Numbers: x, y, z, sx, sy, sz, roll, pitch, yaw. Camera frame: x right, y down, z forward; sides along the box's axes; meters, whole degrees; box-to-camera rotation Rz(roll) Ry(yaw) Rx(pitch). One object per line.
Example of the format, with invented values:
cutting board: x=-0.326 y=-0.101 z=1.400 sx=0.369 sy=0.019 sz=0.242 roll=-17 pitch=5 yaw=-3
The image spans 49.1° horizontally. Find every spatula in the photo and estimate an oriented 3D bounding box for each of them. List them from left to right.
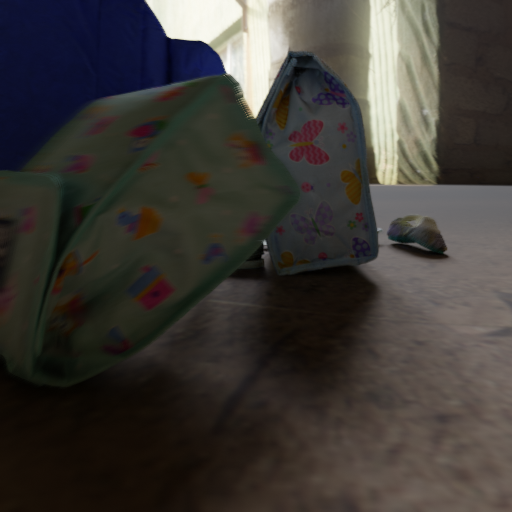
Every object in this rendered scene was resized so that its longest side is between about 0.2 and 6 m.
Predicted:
spatula: x=1.330 y=-0.372 z=11.016 sx=1.660 sy=0.192 sz=2.387 roll=6 pitch=17 yaw=38

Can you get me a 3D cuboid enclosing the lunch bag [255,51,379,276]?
lunch bag: x=0.736 y=-1.483 z=8.874 sx=1.946 sy=3.061 sz=2.596 roll=-6 pitch=12 yaw=2

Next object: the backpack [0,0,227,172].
backpack: x=-2.650 y=-2.023 z=10.616 sx=4.152 sy=4.020 sz=4.947 roll=7 pitch=-4 yaw=-10

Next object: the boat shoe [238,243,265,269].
boat shoe: x=-0.707 y=-0.150 z=8.983 sx=1.829 sy=0.551 sz=0.652 roll=4 pitch=10 yaw=25

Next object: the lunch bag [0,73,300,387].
lunch bag: x=-1.359 y=-0.229 z=4.911 sx=2.271 sy=1.625 sz=2.666 roll=11 pitch=53 yaw=49

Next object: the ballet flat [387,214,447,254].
ballet flat: x=3.037 y=-0.477 z=10.548 sx=0.646 sy=0.646 sz=1.797 roll=-2 pitch=10 yaw=-14
